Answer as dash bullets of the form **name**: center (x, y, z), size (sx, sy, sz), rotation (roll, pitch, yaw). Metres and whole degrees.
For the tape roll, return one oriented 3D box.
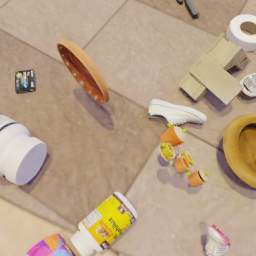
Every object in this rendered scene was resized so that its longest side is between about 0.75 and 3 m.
- **tape roll**: center (4.611, -3.702, 10.877), size (1.464, 0.512, 1.464), rotation (0, 65, 0)

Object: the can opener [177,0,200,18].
- **can opener**: center (2.469, -5.139, 11.702), size (0.505, 0.403, 1.510), rotation (-30, 65, 22)

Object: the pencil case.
- **pencil case**: center (-1.512, 3.971, 6.935), size (1.177, 1.177, 2.664), rotation (-35, 68, -15)

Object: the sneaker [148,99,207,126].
- **sneaker**: center (1.594, -0.373, 9.293), size (1.925, 0.703, 0.681), rotation (16, 80, 14)

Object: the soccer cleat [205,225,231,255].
- **soccer cleat**: center (2.246, 2.990, 7.179), size (0.648, 1.501, 0.524), rotation (-43, 47, -6)

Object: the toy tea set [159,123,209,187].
- **toy tea set**: center (1.623, 0.743, 7.706), size (0.720, 1.946, 1.157), rotation (-34, 28, 24)

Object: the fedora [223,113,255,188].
- **fedora**: center (3.917, 0.776, 8.487), size (2.459, 1.003, 2.459), rotation (0, 63, 0)

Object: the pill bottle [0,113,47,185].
- **pill bottle**: center (-4.012, 0.401, 8.279), size (2.936, 1.699, 1.699), rotation (26, 67, 12)

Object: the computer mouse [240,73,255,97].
- **computer mouse**: center (4.820, -1.674, 9.958), size (2.277, 0.499, 1.248), rotation (-23, 71, -17)

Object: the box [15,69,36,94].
- **box**: center (-3.704, -1.679, 10.091), size (0.682, 0.197, 0.858), rotation (-9, 65, -4)

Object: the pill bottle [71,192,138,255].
- **pill bottle**: center (-0.654, 2.646, 7.623), size (1.764, 0.964, 0.964), rotation (-39, 71, -16)

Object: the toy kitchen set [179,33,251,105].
- **toy kitchen set**: center (3.376, -1.684, 9.784), size (1.754, 1.939, 2.150), rotation (50, 114, 23)

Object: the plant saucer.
- **plant saucer**: center (-1.255, -1.635, 8.203), size (0.350, 2.171, 2.171), rotation (-41, 71, -12)
